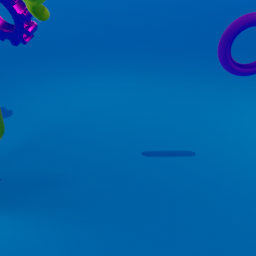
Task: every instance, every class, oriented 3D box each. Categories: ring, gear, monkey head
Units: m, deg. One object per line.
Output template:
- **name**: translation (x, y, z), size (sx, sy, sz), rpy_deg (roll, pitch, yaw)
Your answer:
- **ring**: translation (2.456, -1.642, 5.611), size (1.305, 1.305, 0.261), rpy_deg (-1, 37, -2)
- **gear**: translation (-3.474, -3.207, 7.704), size (1.990, 1.990, 0.368), rpy_deg (13, 56, 24)
- **monkey head**: translation (-1.488, -1.972, 3.748), size (0.856, 1.190, 0.717), rpy_deg (-39, 69, -17)

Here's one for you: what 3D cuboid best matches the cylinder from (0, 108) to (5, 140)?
- **cylinder**: translation (-2.972, -0.389, 4.847), size (1.355, 1.355, 1.355), rpy_deg (4, 38, -3)
